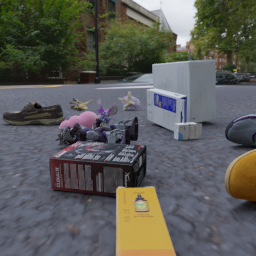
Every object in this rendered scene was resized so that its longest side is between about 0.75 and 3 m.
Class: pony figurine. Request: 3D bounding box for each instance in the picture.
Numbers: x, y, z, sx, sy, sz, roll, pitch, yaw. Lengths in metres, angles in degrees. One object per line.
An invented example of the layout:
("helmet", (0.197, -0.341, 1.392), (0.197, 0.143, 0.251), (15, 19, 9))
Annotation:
("pony figurine", (-0.978, -0.540, 11.340), (0.916, 1.061, 1.100), (24, 50, 6))

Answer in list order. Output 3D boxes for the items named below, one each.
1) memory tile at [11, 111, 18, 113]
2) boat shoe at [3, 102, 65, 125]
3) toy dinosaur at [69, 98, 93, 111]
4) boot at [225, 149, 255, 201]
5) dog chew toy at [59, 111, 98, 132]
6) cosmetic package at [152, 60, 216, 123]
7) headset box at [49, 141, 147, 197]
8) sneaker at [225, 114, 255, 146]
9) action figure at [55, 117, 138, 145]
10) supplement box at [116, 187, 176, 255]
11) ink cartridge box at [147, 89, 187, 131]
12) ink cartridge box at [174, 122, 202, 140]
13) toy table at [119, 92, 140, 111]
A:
("memory tile", (-5.937, -0.754, 15.235), (1.125, 0.123, 1.468), (-9, 15, -36))
("boat shoe", (-4.266, -0.708, 12.745), (2.757, 1.011, 1.027), (0, 12, -2))
("toy dinosaur", (-3.030, -1.424, 17.812), (1.150, 0.662, 2.274), (17, 21, 5))
("boot", (3.201, 0.952, 4.671), (2.680, 0.943, 1.919), (0, 6, -27))
("dog chew toy", (-1.788, -0.088, 10.226), (1.454, 0.905, 0.905), (-13, 16, -21))
("cosmetic package", (2.641, -1.778, 13.381), (1.669, 2.706, 2.714), (-10, 13, -28))
("headset box", (-0.655, 0.810, 6.026), (1.908, 0.716, 1.418), (3, 12, 14))
("sneaker", (4.446, 0.193, 8.517), (2.735, 1.018, 1.197), (0, 16, -3))
("action figure", (-1.077, 0.158, 8.834), (2.739, 0.950, 1.782), (2, 17, 25))
("supplement box", (0.148, 1.371, 3.585), (0.619, 0.640, 1.861), (0, 13, -2))
("ink cartridge box", (1.673, -0.721, 11.379), (0.563, 1.427, 2.870), (-10, 19, -22))
("ink cartridge box", (2.123, 0.103, 9.929), (0.957, 0.555, 0.325), (-3, 12, -21))
("toy table", (0.043, -1.598, 17.235), (1.273, 1.170, 0.746), (7, -3, 26))
